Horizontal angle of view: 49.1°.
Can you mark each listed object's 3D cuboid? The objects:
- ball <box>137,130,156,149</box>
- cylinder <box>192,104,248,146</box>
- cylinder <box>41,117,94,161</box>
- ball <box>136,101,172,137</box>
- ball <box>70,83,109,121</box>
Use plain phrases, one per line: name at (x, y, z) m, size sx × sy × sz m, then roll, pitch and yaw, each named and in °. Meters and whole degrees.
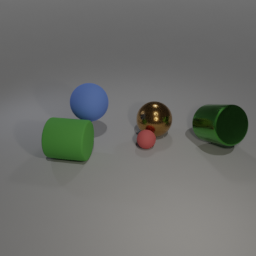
ball at (0.669, 0.413, 10.270) m, size 0.700 × 0.700 × 0.700 m, roll 0°, pitch 29°, yaw 0°
cylinder at (3.255, -0.141, 9.996) m, size 1.400 × 1.400 × 1.400 m, roll -11°, pitch 8°, yaw -18°
cylinder at (-2.018, 0.377, 9.615) m, size 1.400 × 1.400 × 1.400 m, roll 5°, pitch 30°, yaw 8°
ball at (1.024, -0.342, 10.931) m, size 1.400 × 1.400 × 1.400 m, roll 0°, pitch 29°, yaw 0°
ball at (-1.411, -0.934, 10.226) m, size 1.400 × 1.400 × 1.400 m, roll 0°, pitch 29°, yaw 0°
